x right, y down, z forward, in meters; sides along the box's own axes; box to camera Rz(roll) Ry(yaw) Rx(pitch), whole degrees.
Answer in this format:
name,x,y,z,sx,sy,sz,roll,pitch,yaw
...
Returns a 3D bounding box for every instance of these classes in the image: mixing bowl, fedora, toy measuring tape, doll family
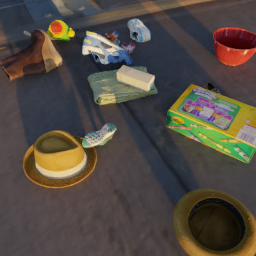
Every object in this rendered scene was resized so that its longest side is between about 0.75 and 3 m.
name,x,y,z,sx,sy,sz,roll,pitch,yaw
mixing bowl,4.610,-3.440,12.235,1.992,1.079,1.992,0,45,0
fedora,2.005,2.434,6.656,2.084,0.850,2.084,4,40,-3
toy measuring tape,-3.831,-4.859,13.744,2.550,0.938,0.938,8,46,9
fedora,-2.044,0.718,8.301,2.218,0.905,2.218,0,46,-1
doll family,-0.491,-3.729,12.947,1.575,0.710,0.978,36,46,8

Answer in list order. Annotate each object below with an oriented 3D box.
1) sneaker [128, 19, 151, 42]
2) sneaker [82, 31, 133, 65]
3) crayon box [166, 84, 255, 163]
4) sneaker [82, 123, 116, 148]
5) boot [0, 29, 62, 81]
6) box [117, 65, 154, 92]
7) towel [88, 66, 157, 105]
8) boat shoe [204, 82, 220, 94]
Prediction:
name,x,y,z,sx,sy,sz,roll,pitch,yaw
sneaker,0.391,-4.870,13.934,0.740,0.701,1.831,-22,47,-17
sneaker,-0.870,-3.090,11.671,2.440,1.003,0.902,20,7,-37
crayon box,2.943,-0.253,9.281,2.892,0.842,1.717,26,51,23
sneaker,-0.897,0.368,8.852,1.274,0.581,0.494,-28,57,-35
boot,-4.415,-3.243,12.084,2.354,1.024,2.830,-23,53,-23
box,0.276,-1.856,10.460,1.331,0.455,0.547,24,56,19
towel,-0.241,-1.751,11.031,2.490,0.454,1.848,-12,46,-11
boat shoe,3.218,-1.264,10.550,0.480,0.455,1.268,-13,47,-12
